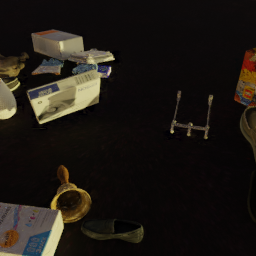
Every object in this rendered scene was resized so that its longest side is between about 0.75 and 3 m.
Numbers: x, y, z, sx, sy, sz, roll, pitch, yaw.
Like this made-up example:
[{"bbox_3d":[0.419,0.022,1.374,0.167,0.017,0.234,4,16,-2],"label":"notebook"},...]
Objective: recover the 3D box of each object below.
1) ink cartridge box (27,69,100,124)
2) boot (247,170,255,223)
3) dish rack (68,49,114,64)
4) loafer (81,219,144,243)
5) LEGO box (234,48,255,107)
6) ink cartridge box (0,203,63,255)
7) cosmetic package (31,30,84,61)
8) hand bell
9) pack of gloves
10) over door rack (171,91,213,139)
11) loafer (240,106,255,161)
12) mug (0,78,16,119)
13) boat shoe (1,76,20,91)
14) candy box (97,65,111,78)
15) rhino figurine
[{"bbox_3d":[-1.786,-0.764,8.216,1.957,1.960,0.398,-22,72,-16],"label":"ink cartridge box"},{"bbox_3d":[2.910,1.288,5.761,0.494,0.981,1.312,11,64,-2],"label":"boot"},{"bbox_3d":[-1.576,-3.147,12.174,1.465,0.372,1.708,19,29,35],"label":"dish rack"},{"bbox_3d":[-0.312,1.976,5.582,1.266,0.444,0.430,5,37,7],"label":"loafer"},{"bbox_3d":[5.028,-1.926,9.687,2.466,1.836,0.951,-22,41,-27],"label":"LEGO box"},{"bbox_3d":[-2.267,2.047,5.359,1.767,0.600,1.017,5,37,6],"label":"ink cartridge box"},{"bbox_3d":[-3.264,-3.866,12.926,2.429,0.865,1.232,26,40,38],"label":"cosmetic package"},{"bbox_3d":[-1.443,1.296,6.444,0.839,0.839,1.612,-12,27,-16],"label":"hand bell"},{"bbox_3d":[-2.452,-2.395,11.581,2.372,0.557,2.823,-3,25,-5],"label":"pack of gloves"},{"bbox_3d":[1.970,-0.384,8.625,1.109,0.500,1.502,9,58,13],"label":"over door rack"},{"bbox_3d":[3.844,0.107,7.687,1.017,0.942,2.705,2,37,3],"label":"loafer"},{"bbox_3d":[-4.192,-0.759,8.662,1.342,1.176,0.990,-39,55,-13],"label":"mug"},{"bbox_3d":[-4.926,-1.535,10.199,0.709,0.599,1.990,29,45,33],"label":"boat shoe"},{"bbox_3d":[-1.141,-2.331,11.537,0.758,0.292,0.641,6,37,8],"label":"candy box"},{"bbox_3d":[-5.662,-2.609,11.431,2.996,0.896,1.310,5,37,10],"label":"rhino figurine"}]
